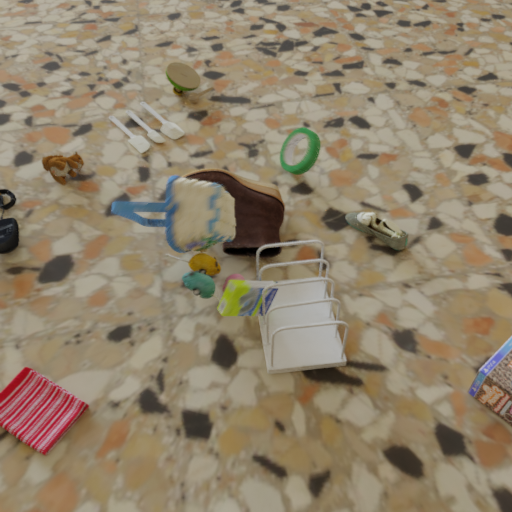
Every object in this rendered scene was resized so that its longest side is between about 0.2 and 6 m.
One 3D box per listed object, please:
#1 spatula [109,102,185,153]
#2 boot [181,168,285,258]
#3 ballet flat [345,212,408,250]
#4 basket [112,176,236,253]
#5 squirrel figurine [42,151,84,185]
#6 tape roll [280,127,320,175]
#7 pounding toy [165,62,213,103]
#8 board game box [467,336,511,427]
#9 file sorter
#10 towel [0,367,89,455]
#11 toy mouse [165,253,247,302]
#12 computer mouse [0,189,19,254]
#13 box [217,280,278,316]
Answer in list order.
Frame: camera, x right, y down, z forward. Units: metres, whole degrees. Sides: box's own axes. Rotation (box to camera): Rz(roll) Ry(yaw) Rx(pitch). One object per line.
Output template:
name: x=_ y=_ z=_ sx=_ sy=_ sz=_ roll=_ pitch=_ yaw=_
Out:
spatula: x=-2.945 y=-3.441 z=14.863 sx=1.378 sy=0.159 sz=1.982 roll=-33 pitch=54 yaw=-20
boot: x=-0.627 y=-0.900 z=11.883 sx=2.487 sy=0.900 sz=2.069 roll=4 pitch=45 yaw=0
ballet flat: x=2.592 y=-0.668 z=11.957 sx=1.526 sy=0.486 sz=0.514 roll=34 pitch=54 yaw=29
basket: x=-1.506 y=-0.780 z=10.732 sx=2.049 sy=1.807 sz=1.425 roll=4 pitch=86 yaw=12
squirrel figurine: x=-4.605 y=-2.228 z=13.388 sx=0.888 sy=0.629 sz=0.829 roll=23 pitch=44 yaw=16
tape roll: x=1.030 y=-2.479 z=13.271 sx=0.264 sy=1.098 sz=1.098 roll=18 pitch=33 yaw=-40
pounding toy: x=-2.057 y=-4.847 z=15.995 sx=1.329 sy=0.617 sz=1.026 roll=41 pitch=46 yaw=0
board game box: x=4.447 y=2.174 z=9.093 sx=1.148 sy=0.697 sz=1.440 roll=-34 pitch=56 yaw=-28
file sorter: x=0.757 y=0.864 z=9.984 sx=1.384 sy=1.242 sz=1.994 roll=-6 pitch=47 yaw=-5
towel: x=-3.611 y=2.496 z=9.170 sx=1.430 sy=0.161 sz=1.034 roll=23 pitch=51 yaw=20
toy mouse: x=-0.723 y=0.475 z=10.440 sx=1.752 sy=0.339 sz=1.557 roll=14 pitch=29 yaw=-26
computer mouse: x=-5.485 y=-0.748 z=12.195 sx=0.676 sy=0.392 sz=2.306 roll=-20 pitch=43 yaw=-6
box: x=-0.095 y=0.756 z=9.950 sx=1.087 sy=0.663 sz=0.259 roll=4 pitch=32 yaw=-37
